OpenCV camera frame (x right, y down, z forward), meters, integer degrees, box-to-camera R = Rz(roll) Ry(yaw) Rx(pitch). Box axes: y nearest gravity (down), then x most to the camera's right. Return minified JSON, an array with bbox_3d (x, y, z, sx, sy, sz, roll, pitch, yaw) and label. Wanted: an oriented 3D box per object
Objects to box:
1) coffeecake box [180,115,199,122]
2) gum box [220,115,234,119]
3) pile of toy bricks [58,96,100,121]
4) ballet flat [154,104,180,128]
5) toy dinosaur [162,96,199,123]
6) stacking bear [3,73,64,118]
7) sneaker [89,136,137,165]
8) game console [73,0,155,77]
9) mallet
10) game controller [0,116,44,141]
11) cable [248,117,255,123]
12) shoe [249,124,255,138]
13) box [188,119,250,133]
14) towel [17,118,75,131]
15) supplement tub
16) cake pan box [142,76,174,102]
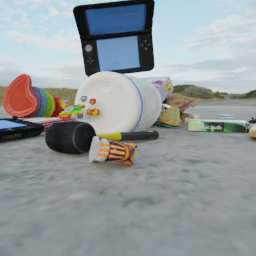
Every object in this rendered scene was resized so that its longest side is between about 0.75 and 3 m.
[{"bbox_3d":[2.719,-0.445,12.718,0.803,0.293,0.616,-3,7,-31],"label":"coffeecake box"},{"bbox_3d":[5.265,-0.605,14.899,0.691,0.181,0.814,2,6,16],"label":"gum box"},{"bbox_3d":[-1.097,-0.383,6.164,0.905,0.502,0.447,-1,30,-1],"label":"pile of toy bricks"},{"bbox_3d":[1.268,-0.501,10.618,0.880,0.808,2.563,4,4,-22],"label":"ballet flat"},{"bbox_3d":[1.747,-0.887,11.134,1.734,1.098,2.559,16,6,-6],"label":"toy dinosaur"},{"bbox_3d":[-3.766,-0.991,12.064,1.566,1.672,2.754,-27,-16,17],"label":"stacking bear"},{"bbox_3d":[-0.226,0.387,4.263,0.609,0.421,1.086,12,-2,-19],"label":"sneaker"},{"bbox_3d":[-0.271,-2.169,7.039,1.921,1.690,1.118,-6,13,-1],"label":"game console"},{"bbox_3d":[-0.402,0.179,5.911,0.934,0.584,2.836,-1,-1,35],"label":"mallet"},{"bbox_3d":[-3.237,0.033,6.688,1.346,0.544,2.581,2,7,23],"label":"game controller"},{"bbox_3d":[5.605,-0.322,11.565,1.112,0.282,0.907,5,8,38],"label":"cable"},{"bbox_3d":[3.768,-0.114,7.255,0.931,0.711,2.663,4,7,36],"label":"shoe"},{"bbox_3d":[2.855,-0.083,8.958,1.767,0.321,1.275,0,5,15],"label":"box"},{"bbox_3d":[-3.472,-0.117,9.532,2.773,0.315,1.997,2,8,33],"label":"towel"},{"bbox_3d":[-0.137,-0.609,7.587,1.670,1.670,2.532,2,7,19],"label":"supplement tub"},{"bbox_3d":[0.021,-1.099,10.937,2.740,0.717,2.523,7,39,43],"label":"cake pan box"}]
